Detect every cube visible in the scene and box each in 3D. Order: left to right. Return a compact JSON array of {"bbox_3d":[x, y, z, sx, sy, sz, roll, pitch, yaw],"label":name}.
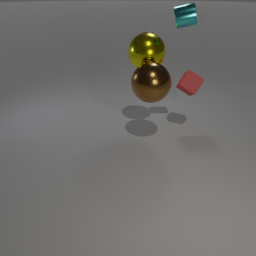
[{"bbox_3d":[2.400,-1.741,10.899,0.700,0.700,0.700,32,0,-5],"label":"cube"}]

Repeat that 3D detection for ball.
[{"bbox_3d":[0.704,-2.816,10.395,1.400,1.400,1.400,0,28,0],"label":"ball"},{"bbox_3d":[0.802,-1.573,9.710,1.400,1.400,1.400,0,28,0],"label":"ball"}]

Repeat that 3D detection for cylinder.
[{"bbox_3d":[1.929,-3.760,9.407,0.700,0.700,0.700,-8,26,12],"label":"cylinder"}]
